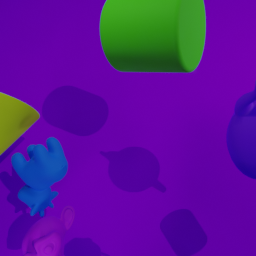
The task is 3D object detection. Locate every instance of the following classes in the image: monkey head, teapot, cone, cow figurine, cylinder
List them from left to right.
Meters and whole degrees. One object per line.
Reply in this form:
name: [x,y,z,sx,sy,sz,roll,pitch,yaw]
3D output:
cone: [-2.585,0.258,5.055,1.526,1.526,1.531,12,73,3]
cow figurine: [-1.438,0.880,4.784,1.257,0.690,1.237,-19,101,33]
monkey head: [-1.261,1.982,4.654,0.952,0.797,1.323,40,95,-12]
cylinder: [0.390,-1.408,4.078,1.172,1.172,1.172,8,75,31]
teapot: [1.907,0.094,3.696,1.871,0.916,1.163,46,70,-21]
